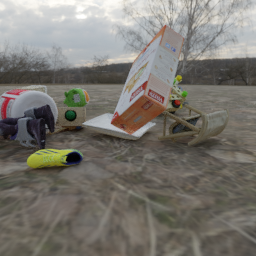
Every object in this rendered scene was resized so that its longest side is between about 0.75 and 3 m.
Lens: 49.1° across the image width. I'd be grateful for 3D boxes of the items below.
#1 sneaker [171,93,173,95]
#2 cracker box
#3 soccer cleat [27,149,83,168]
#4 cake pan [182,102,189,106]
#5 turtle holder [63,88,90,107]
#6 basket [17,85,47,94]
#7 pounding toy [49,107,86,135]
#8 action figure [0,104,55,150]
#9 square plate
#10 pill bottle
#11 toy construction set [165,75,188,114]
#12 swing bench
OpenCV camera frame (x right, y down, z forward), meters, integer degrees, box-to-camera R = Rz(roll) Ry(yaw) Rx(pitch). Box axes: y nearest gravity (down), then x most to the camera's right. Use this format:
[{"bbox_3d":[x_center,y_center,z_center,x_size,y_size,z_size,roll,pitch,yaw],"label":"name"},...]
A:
[{"bbox_3d":[2.447,-1.701,16.555,0.957,1.033,2.563,16,19,2],"label":"sneaker"},{"bbox_3d":[0.570,-1.379,8.141,0.801,2.777,1.860,28,-34,-17],"label":"cracker box"},{"bbox_3d":[-1.476,0.626,5.764,1.127,0.364,0.472,-4,8,-26],"label":"soccer cleat"},{"bbox_3d":[3.269,-1.475,17.145,0.963,0.177,0.963,0,11,0],"label":"cake pan"},{"bbox_3d":[-2.760,-1.470,15.090,1.531,1.163,1.087,-45,-16,31],"label":"turtle holder"},{"bbox_3d":[-5.107,-1.608,14.985,1.267,1.278,1.028,6,14,30],"label":"basket"},{"bbox_3d":[-2.017,-0.244,9.503,1.152,0.890,1.252,-1,1,-8],"label":"pounding toy"},{"bbox_3d":[-3.564,0.016,7.531,2.943,1.021,1.915,-2,17,8],"label":"action figure"},{"bbox_3d":[-0.227,-0.050,8.934,1.833,0.263,1.850,12,17,18],"label":"square plate"},{"bbox_3d":[-3.481,-0.565,9.249,1.401,1.401,2.495,-9,14,-39],"label":"pill bottle"},{"bbox_3d":[1.559,-1.516,13.327,2.878,1.887,1.326,-13,-27,-14],"label":"toy construction set"},{"bbox_3d":[1.884,-0.091,8.001,1.474,0.956,1.466,12,16,42],"label":"swing bench"}]
